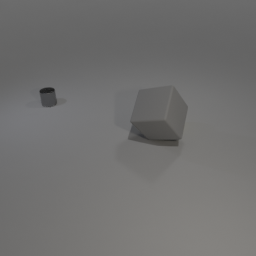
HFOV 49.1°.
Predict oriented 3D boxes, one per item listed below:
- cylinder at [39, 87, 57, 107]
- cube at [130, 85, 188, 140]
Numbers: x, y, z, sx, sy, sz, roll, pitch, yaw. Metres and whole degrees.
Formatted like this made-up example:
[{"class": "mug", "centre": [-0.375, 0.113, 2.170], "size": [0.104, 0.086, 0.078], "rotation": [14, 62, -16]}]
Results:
[{"class": "cylinder", "centre": [-3.682, -1.430, 12.937], "size": [0.700, 0.700, 0.700], "rotation": [-1, 31, 0]}, {"class": "cube", "centre": [1.144, -0.501, 9.991], "size": [1.400, 1.400, 1.400], "rotation": [-3, 59, 35]}]
